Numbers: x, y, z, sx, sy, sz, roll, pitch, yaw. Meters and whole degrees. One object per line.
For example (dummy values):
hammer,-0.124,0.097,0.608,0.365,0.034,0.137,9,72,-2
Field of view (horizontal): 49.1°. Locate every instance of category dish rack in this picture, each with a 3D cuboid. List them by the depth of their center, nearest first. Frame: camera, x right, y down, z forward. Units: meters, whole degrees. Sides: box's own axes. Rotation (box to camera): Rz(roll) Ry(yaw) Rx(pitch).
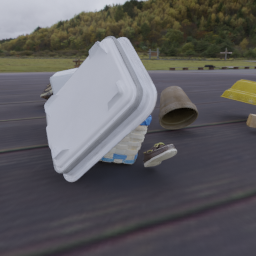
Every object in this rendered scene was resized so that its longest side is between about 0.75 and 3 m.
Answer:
dish rack,-0.677,-0.395,4.619,0.481,2.211,1.897,23,34,-42

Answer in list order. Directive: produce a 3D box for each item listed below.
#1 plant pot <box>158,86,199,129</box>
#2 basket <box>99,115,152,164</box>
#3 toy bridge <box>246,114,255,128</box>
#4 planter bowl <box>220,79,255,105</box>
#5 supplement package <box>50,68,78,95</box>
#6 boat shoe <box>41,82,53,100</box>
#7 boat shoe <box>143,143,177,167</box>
plant pot,1.328,-0.632,7.946,1.094,1.094,0.949,-3,57,-12
basket,-0.258,-0.391,5.591,1.388,1.995,1.759,11,9,-13
toy bridge,3.871,0.165,6.645,0.895,0.363,2.664,10,13,-7
planter bowl,4.060,-1.183,9.362,1.764,0.735,1.764,13,11,-2
supplement package,-1.087,-0.839,7.753,1.644,1.638,2.802,-12,16,-8
boat shoe,-3.073,-1.639,12.001,0.813,0.800,2.183,21,-16,-36
boat shoe,0.519,0.428,4.838,0.362,0.300,1.007,-4,-19,-19
